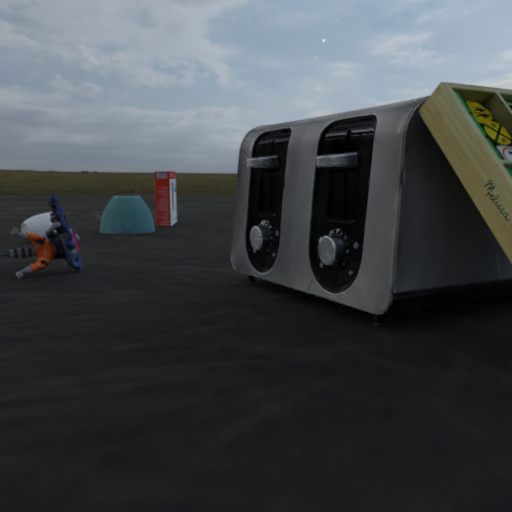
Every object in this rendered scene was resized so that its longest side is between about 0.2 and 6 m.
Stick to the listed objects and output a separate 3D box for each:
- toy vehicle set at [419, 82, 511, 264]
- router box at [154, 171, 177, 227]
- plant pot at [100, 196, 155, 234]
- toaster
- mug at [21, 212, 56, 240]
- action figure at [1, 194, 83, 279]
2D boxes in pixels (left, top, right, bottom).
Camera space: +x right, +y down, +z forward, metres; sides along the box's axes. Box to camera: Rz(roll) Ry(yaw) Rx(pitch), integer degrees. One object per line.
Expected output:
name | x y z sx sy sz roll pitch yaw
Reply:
toy vehicle set | 2.550 -0.323 4.512 1.605 2.583 0.342 -5 -30 -29
router box | -2.777 -1.791 17.284 0.446 1.640 1.828 -1 9 -2
plant pot | -3.422 -1.113 14.863 1.426 0.960 1.426 0 7 0
toaster | 1.889 -0.644 6.963 3.655 2.169 3.305 -4 9 -28
mug | -4.726 -0.555 12.437 0.835 0.616 0.732 39 35 25
action figure | -3.115 -0.261 8.291 0.631 1.207 1.168 -14 0 31
